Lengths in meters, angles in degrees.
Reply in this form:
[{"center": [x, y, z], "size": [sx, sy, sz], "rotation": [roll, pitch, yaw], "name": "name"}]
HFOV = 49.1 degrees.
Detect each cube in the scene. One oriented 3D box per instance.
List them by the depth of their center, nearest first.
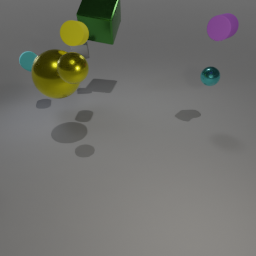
[{"center": [-1.132, -4.472, 11.351], "size": [1.400, 1.400, 1.400], "rotation": [12, 68, 5], "name": "cube"}]

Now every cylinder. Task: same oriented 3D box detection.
[{"center": [2.750, -2.929, 8.125], "size": [0.700, 0.700, 0.700], "rotation": [21, 34, 31], "name": "cylinder"}, {"center": [-1.571, -2.791, 8.264], "size": [0.700, 0.700, 0.700], "rotation": [3, 18, 4], "name": "cylinder"}, {"center": [-3.729, -2.528, 10.727], "size": [0.700, 0.700, 0.700], "rotation": [-5, 7, -9], "name": "cylinder"}, {"center": [-2.051, -3.302, 12.015], "size": [0.700, 0.700, 0.700], "rotation": [-9, 31, -4], "name": "cylinder"}]

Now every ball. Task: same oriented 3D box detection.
[{"center": [-1.232, -1.341, 6.280], "size": [0.700, 0.700, 0.700], "rotation": [0, 31, 0], "name": "ball"}, {"center": [-2.043, -1.543, 8.058], "size": [1.400, 1.400, 1.400], "rotation": [0, 31, 0], "name": "ball"}, {"center": [2.975, -1.869, 10.134], "size": [0.700, 0.700, 0.700], "rotation": [0, 31, 0], "name": "ball"}]
